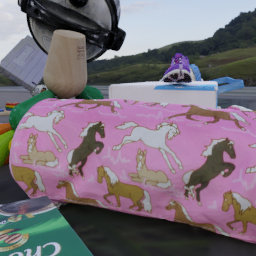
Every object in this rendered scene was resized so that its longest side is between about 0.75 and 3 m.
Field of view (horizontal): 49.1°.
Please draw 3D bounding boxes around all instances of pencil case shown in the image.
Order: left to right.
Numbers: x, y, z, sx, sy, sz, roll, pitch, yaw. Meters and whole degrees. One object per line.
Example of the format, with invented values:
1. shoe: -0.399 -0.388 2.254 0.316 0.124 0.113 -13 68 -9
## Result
1. pencil case: 0.235 0.376 3.116 2.971 1.285 1.230 4 33 19

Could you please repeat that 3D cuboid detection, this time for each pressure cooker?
1. pressure cooker: -1.007 -2.148 5.337 1.690 1.717 1.922 -16 30 10

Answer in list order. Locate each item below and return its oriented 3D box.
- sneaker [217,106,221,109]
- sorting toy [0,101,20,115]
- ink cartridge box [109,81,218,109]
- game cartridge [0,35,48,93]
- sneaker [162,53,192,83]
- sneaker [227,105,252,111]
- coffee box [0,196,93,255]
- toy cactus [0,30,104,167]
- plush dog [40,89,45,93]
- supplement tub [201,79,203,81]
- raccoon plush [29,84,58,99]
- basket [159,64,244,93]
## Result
1. sneaker: 3.554 -0.644 11.153 0.365 0.394 0.972 5 13 19
2. sorting toy: -5.215 -0.874 12.153 2.800 0.474 1.350 -6 12 -30
3. ink cartridge box: 0.784 -0.070 4.989 1.522 1.482 2.367 3 11 18
4. game cartridge: -2.892 -1.918 8.172 1.138 0.337 1.755 32 44 -15
5. sneaker: 0.691 -0.846 3.946 0.407 0.421 1.010 1 12 9
6. sneaker: 2.424 0.334 4.104 1.198 1.010 2.738 9 15 -11
7. coffee box: -0.850 1.041 2.076 1.034 0.370 1.682 -6 12 -29
8. toy cactus: -0.979 -0.249 4.344 2.815 2.323 1.440 -16 39 -42
9. plush dog: -2.736 -0.675 10.062 1.201 1.122 1.398 24 12 2
10. supplement tub: 3.328 -2.166 16.360 2.020 1.461 1.461 4 11 20
11. raccoon plush: -4.634 -1.522 15.199 1.929 1.393 2.878 -28 -4 -39
12. basket: 2.639 -1.439 10.628 2.831 1.969 2.496 -16 9 10
